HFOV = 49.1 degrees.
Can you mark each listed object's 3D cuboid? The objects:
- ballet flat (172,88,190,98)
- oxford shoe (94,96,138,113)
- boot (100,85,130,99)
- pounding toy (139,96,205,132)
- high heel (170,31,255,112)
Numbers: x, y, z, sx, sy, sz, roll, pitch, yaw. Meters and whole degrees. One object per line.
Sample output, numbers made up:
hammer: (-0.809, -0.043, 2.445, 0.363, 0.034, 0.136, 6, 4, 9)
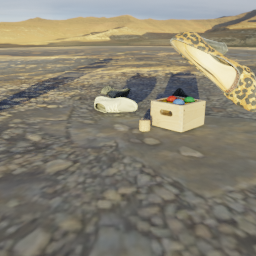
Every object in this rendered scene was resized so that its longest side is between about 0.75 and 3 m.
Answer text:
ballet flat: (1.824, -0.919, 9.556, 0.546, 0.639, 1.923, 30, 17, -12)
oxford shoe: (-0.413, -0.670, 8.701, 1.478, 0.556, 0.427, 8, 48, 22)
boot: (-0.464, -1.418, 10.576, 0.793, 0.411, 1.214, 33, 32, 15)
pounding toy: (0.961, -0.438, 7.548, 1.710, 0.782, 1.502, -15, 22, -42)
high heel: (2.150, -1.449, 7.217, 1.864, 0.934, 2.615, 3, 52, -25)
